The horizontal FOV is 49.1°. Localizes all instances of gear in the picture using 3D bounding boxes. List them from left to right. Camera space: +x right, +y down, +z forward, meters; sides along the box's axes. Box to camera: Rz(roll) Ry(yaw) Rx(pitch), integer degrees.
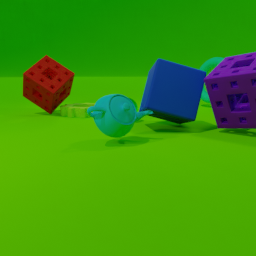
[{"bbox_3d":[-1.560,-0.662,10.221,1.757,0.325,1.757,0,11,0],"label":"gear"}]

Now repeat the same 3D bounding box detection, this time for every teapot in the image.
[{"bbox_3d":[-0.182,-0.302,5.948,1.539,0.957,0.754,3,-23,-36],"label":"teapot"}]

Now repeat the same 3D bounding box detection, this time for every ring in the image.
[{"bbox_3d":[3.682,-2.037,12.023,0.396,1.979,1.979,4,7,-33],"label":"ring"}]

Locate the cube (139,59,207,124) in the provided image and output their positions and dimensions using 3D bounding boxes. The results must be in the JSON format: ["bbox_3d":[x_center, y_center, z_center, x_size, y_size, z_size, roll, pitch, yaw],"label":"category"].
[{"bbox_3d":[1.152,-0.925,7.599,1.312,1.312,1.312,15,-4,-5],"label":"cube"}]

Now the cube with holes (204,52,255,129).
[{"bbox_3d":[2.948,-0.937,6.854,1.389,1.389,1.389,0,32,44],"label":"cube with holes"}]

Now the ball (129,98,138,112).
[{"bbox_3d":[-0.059,-0.579,8.691,0.741,0.741,0.741,0,11,0],"label":"ball"}]

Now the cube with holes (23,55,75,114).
[{"bbox_3d":[-2.858,-1.547,10.060,1.234,1.234,1.234,33,53,2],"label":"cube with holes"}]
